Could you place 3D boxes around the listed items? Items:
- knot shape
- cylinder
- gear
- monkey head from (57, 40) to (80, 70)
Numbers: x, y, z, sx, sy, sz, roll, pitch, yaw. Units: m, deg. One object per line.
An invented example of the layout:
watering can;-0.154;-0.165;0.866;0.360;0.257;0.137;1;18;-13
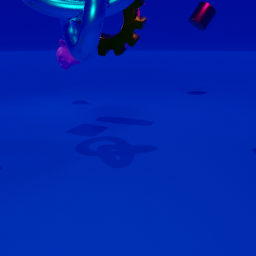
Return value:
knot shape;-0.620;-2.201;4.234;1.878;2.007;0.928;-35;-12;21
cylinder;3.111;-4.669;11.705;0.843;0.843;0.843;33;8;-5
gear;-0.539;-2.772;6.895;1.956;1.956;0.362;6;35;18
monkey head;-2.247;-2.706;10.689;0.915;1.272;0.767;-2;56;9
